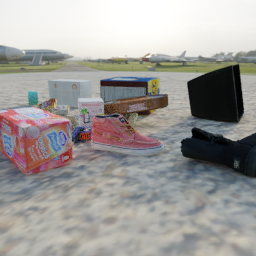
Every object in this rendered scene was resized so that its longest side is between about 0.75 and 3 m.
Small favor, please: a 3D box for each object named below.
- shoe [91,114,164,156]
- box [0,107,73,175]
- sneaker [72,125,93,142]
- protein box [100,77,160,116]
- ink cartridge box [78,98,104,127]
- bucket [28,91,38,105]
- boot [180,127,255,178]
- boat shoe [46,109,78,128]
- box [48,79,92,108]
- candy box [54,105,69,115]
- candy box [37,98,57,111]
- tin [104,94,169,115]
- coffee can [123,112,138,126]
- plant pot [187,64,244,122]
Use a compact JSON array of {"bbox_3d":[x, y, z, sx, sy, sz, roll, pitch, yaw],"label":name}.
[{"bbox_3d":[-0.064,0.162,8.469,2.316,1.053,0.827,5,15,18],"label":"shoe"},{"bbox_3d":[-2.729,0.218,7.904,1.326,1.223,2.584,-12,19,-38],"label":"box"},{"bbox_3d":[-1.357,0.197,9.520,0.529,0.508,1.349,18,24,36],"label":"sneaker"},{"bbox_3d":[0.179,-1.743,14.536,2.470,1.666,2.452,5,15,18],"label":"protein box"},{"bbox_3d":[-1.401,-0.472,10.542,0.905,1.233,0.901,-3,15,-12],"label":"ink cartridge box"},{"bbox_3d":[-5.569,-1.776,16.431,0.559,0.860,0.860,-3,15,-17],"label":"bucket"},{"bbox_3d":[2.855,0.387,7.774,2.081,0.946,2.477,17,28,38],"label":"boot"},{"bbox_3d":[-3.066,-0.337,10.904,2.170,0.705,0.783,-1,22,-4],"label":"boat shoe"},{"bbox_3d":[-3.308,-2.023,16.069,2.314,1.439,1.128,8,17,28],"label":"box"},{"bbox_3d":[-3.359,-0.904,13.780,0.884,0.270,0.603,2,28,-6],"label":"candy box"},{"bbox_3d":[-3.333,-0.880,11.471,0.840,0.237,0.490,-20,45,18],"label":"candy box"},{"bbox_3d":[0.298,-0.971,11.491,2.773,0.581,1.553,-8,7,-2],"label":"tin"},{"bbox_3d":[0.061,-0.407,11.593,0.581,0.581,0.793,3,15,13],"label":"coffee can"},{"bbox_3d":[4.063,-1.563,13.045,2.137,2.404,2.409,-5,10,28],"label":"plant pot"}]
